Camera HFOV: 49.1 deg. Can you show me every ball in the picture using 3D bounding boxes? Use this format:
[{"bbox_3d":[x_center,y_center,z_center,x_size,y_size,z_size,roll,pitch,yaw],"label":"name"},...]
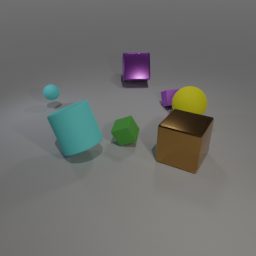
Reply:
[{"bbox_3d":[2.497,-0.988,11.389,1.400,1.400,1.400,0,30,0],"label":"ball"},{"bbox_3d":[-3.404,-1.579,12.459,0.700,0.700,0.700,0,30,0],"label":"ball"}]

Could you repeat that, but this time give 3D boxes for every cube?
[{"bbox_3d":[0.422,-3.255,15.146,1.400,1.400,1.400,-1,5,-2],"label":"cube"},{"bbox_3d":[-0.086,0.099,10.008,0.700,0.700,0.700,-16,34,26],"label":"cube"},{"bbox_3d":[1.972,-1.380,12.767,0.700,0.700,0.700,-8,3,-13],"label":"cube"},{"bbox_3d":[1.858,0.381,9.199,1.400,1.400,1.400,16,33,26],"label":"cube"}]

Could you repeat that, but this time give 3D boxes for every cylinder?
[{"bbox_3d":[-1.716,-0.018,9.174,1.400,1.400,1.400,-21,12,5],"label":"cylinder"}]
